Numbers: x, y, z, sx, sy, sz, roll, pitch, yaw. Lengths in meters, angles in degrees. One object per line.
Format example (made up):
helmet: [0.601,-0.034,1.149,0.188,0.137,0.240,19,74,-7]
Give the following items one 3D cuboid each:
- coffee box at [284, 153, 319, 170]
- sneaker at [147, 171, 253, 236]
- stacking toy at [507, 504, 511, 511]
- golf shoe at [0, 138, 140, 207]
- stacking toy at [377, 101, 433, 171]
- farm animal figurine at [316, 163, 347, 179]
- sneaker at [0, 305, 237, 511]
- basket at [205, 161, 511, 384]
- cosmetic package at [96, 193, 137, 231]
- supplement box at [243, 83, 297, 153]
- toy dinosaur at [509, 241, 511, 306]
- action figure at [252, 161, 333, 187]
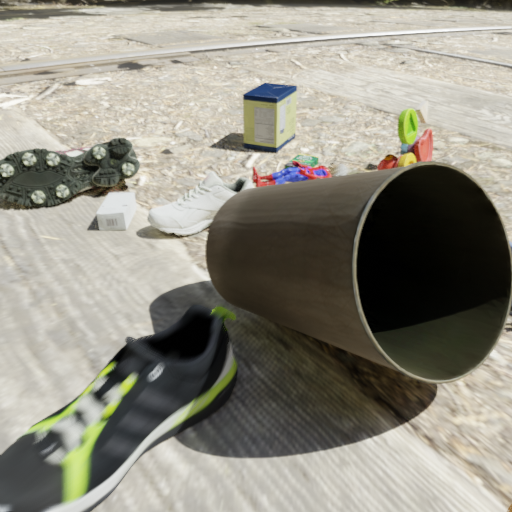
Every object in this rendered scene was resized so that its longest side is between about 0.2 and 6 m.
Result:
coffee box: [1.052,-2.123,12.927,0.530,0.190,0.862,15,33,24]
sneaker: [-0.979,-1.025,10.158,2.078,1.032,0.809,-13,32,-21]
stacking toy: [2.466,1.905,4.148,0.959,1.747,1.014,5,25,-40]
golf shoe: [-3.922,-1.681,11.585,2.953,1.140,1.301,-13,10,-21]
stacking toy: [3.228,-2.506,12.324,0.739,1.584,1.750,7,30,36]
farm animal figurine: [1.301,-0.916,9.897,0.597,1.145,1.132,25,38,-28]
sneaker: [-1.414,1.382,5.691,1.094,1.264,3.052,24,38,35]
basket: [0.902,0.048,6.584,2.741,2.067,3.040,26,-11,-38]
cosmetic package: [-2.600,-0.842,10.494,0.534,0.384,0.946,-2,31,0]
supplement box: [0.363,-3.507,14.145,0.921,1.370,1.372,13,32,21]
toy dinosaur: [3.733,0.400,8.328,2.094,1.099,1.900,29,16,-16]
action figure: [0.949,-1.774,12.075,1.997,0.516,0.653,-4,27,-11]
